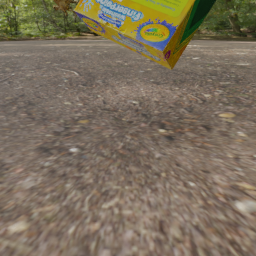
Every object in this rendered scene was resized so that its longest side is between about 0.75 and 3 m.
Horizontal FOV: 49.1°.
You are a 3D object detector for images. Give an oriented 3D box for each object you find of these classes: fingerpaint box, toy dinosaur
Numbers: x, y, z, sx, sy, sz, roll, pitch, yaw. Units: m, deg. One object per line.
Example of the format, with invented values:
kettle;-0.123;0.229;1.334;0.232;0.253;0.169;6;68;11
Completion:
fingerpaint box;0.443;-2.970;6.551;2.673;2.230;0.980;32;0;25
toy dinosaur;-1.740;-3.556;7.989;0.773;0.445;1.528;24;-17;-25
